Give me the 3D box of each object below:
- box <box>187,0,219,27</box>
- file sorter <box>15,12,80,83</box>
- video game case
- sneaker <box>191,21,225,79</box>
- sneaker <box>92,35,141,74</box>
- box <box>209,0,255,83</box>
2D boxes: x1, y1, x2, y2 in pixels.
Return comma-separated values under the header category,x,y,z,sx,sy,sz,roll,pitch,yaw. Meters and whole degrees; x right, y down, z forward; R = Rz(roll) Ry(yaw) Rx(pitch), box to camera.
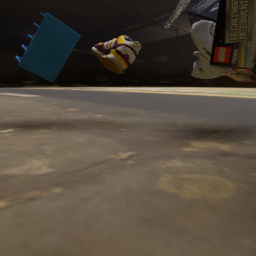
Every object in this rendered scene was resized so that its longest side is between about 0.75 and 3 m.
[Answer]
category,x,y,z,sx,sy,sz,roll,pitch,yaw
box,3.403,-3.983,10.087,1.563,1.102,2.112,-34,38,0
file sorter,-2.952,-2.946,10.062,1.363,1.965,1.205,25,12,-42
video game case,1.731,-3.882,8.875,0.141,1.281,1.167,38,-19,-2
sneaker,2.261,-2.092,8.106,2.482,0.932,1.426,20,-17,-39
sneaker,-0.409,-2.813,10.311,1.216,1.011,2.699,-43,35,-3
box,2.077,-1.868,4.656,0.596,2.046,2.989,11,9,27
